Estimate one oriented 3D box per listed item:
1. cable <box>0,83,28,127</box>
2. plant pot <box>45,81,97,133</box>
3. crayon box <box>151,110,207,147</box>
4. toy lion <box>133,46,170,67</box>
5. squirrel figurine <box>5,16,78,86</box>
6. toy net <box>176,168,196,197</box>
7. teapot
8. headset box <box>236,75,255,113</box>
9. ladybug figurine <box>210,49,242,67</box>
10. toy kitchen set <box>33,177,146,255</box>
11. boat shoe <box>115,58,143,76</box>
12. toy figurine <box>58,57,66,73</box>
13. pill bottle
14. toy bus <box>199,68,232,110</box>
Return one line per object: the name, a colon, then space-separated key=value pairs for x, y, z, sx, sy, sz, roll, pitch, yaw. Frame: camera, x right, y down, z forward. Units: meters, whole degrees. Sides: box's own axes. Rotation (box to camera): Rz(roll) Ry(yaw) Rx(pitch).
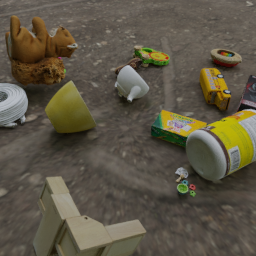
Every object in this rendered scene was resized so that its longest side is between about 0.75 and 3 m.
cable: x=-4.926 y=-0.907 z=10.575 sx=2.169 sy=0.751 sz=2.169 roll=-4 pitch=41 yaw=-7
plant pot: x=-2.064 y=-0.545 z=9.634 sx=1.272 sy=1.792 sz=1.792 roll=-29 pitch=47 yaw=-8
crayon box: x=1.762 y=0.052 z=9.710 sx=1.691 sy=0.492 sz=1.004 roll=18 pitch=45 yaw=20
toy lion: x=1.214 y=-3.545 z=13.854 sx=1.542 sy=0.552 sz=1.609 roll=-9 pitch=41 yaw=-20
squirrel figurine: x=-3.412 y=-3.002 z=11.519 sx=2.652 sy=2.011 sz=2.842 roll=-6 pitch=82 yaw=-30
toy net: x=1.692 y=1.531 z=8.263 sx=0.558 sy=0.205 sz=1.063 roll=2 pitch=41 yaw=2
teapot: x=0.037 y=-1.702 z=11.257 sx=1.092 sy=1.495 sz=1.476 roll=-42 pitch=79 yaw=6
headset box: x=5.061 y=-0.813 z=10.324 sx=1.776 sy=0.921 sz=2.386 roll=22 pitch=44 yaw=18
ladybug figurine: x=4.707 y=-3.357 z=13.531 sx=1.533 sy=0.551 sz=1.040 roll=28 pitch=49 yaw=28
toy kitchen set: x=-1.097 y=2.440 z=6.771 sx=1.827 sy=1.652 sz=2.025 roll=4 pitch=32 yaw=-40
boat shoe: x=0.131 y=-2.731 z=12.862 sx=1.518 sy=0.534 sz=0.534 roll=-34 pitch=46 yaw=-23
toy figurine: x=-3.230 y=-2.857 z=12.762 sx=0.678 sy=0.831 sz=0.903 roll=-8 pitch=43 yaw=-9
pill bottle: x=3.298 y=0.387 z=8.534 sx=2.840 sy=1.551 sz=1.551 roll=-20 pitch=45 yaw=-23
toy bus: x=3.540 y=-1.621 z=11.448 sx=0.847 sy=0.704 sz=2.163 roll=1 pitch=41 yaw=1
